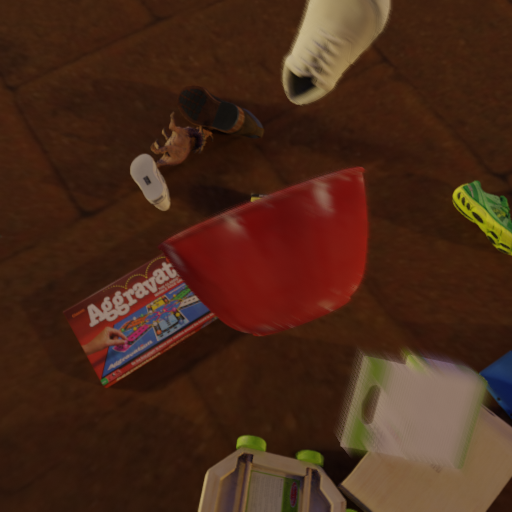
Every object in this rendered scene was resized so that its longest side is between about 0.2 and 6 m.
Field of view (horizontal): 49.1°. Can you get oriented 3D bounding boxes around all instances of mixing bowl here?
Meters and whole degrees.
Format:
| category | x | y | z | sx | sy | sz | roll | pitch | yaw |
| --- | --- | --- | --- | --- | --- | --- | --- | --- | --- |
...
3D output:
| category | x | y | z | sx | sy | sz | roll | pitch | yaw |
| --- | --- | --- | --- | --- | --- | --- | --- | --- | --- |
| mixing bowl | 0.325 | 0.090 | 7.665 | 2.968 | 2.968 | 1.608 | -21 | 91 | -8 |

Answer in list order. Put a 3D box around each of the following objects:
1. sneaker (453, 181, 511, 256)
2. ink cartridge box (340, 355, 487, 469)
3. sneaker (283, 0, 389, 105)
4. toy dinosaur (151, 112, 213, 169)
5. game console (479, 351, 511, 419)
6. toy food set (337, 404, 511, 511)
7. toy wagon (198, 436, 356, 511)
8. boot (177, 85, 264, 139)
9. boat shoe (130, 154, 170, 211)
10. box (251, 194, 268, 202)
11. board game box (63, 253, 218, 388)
| category | x | y | z | sx | sy | sz | roll | pitch | yaw |
| --- | --- | --- | --- | --- | --- | --- | --- | --- | --- |
| sneaker | 4.649 | -0.752 | 10.754 | 0.770 | 0.683 | 1.843 | -37 | 73 | -8 |
| ink cartridge box | 1.755 | 1.736 | 6.547 | 1.507 | 0.571 | 1.114 | 13 | 95 | -9 |
| sneaker | 1.131 | -3.203 | 8.641 | 1.167 | 3.194 | 1.131 | 28 | 82 | 0 |
| toy dinosaur | -1.532 | -2.220 | 11.384 | 0.976 | 0.618 | 1.440 | 33 | 84 | -11 |
| game console | 4.942 | 2.281 | 9.907 | 1.258 | 0.872 | 1.473 | -22 | 68 | -41 |
| toy food set | 2.903 | 3.424 | 9.234 | 1.902 | 0.800 | 2.650 | 39 | 82 | 13 |
| toy wagon | 0.562 | 4.152 | 8.640 | 2.925 | 0.579 | 2.269 | 15 | 50 | -5 |
| boot | -0.766 | -2.912 | 11.647 | 2.073 | 1.005 | 0.774 | 37 | 105 | 38 |
| boat shoe | -2.057 | -1.452 | 11.115 | 0.533 | 0.487 | 1.481 | -34 | 50 | -3 |
| box | 0.147 | -0.446 | 10.802 | 0.570 | 0.379 | 1.513 | 1 | 69 | 0 |
| board game box | -1.784 | 0.888 | 10.347 | 3.114 | 0.303 | 1.603 | -32 | 72 | -11 |
